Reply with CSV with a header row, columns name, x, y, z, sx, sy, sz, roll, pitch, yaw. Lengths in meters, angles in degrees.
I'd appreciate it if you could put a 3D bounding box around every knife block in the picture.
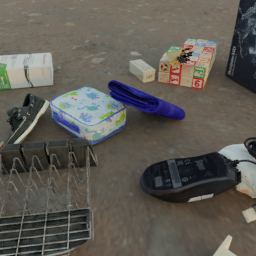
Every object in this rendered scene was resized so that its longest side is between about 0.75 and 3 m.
name,x,y,z,sx,sy,sz,roll,pitch,yaw
knife block,1.771,-2.469,9.443,0.853,0.311,0.971,-38,34,21

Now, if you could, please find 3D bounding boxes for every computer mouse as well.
name,x,y,z,sx,sy,sz,roll,pitch,yaw
computer mouse,1.741,1.222,5.500,2.869,0.660,2.014,-15,29,1

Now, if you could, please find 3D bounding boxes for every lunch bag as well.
name,x,y,z,sx,sy,sz,roll,pitch,yaw
lunch bag,-1.161,-0.400,7.975,1.975,0.814,1.588,27,43,33

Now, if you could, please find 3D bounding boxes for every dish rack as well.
name,x,y,z,sx,sy,sz,roll,pitch,yaw
dish rack,-1.728,1.328,5.648,2.269,0.807,2.958,-5,38,-5

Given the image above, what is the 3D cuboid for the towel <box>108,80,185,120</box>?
name,x,y,z,sx,sy,sz,roll,pitch,yaw
towel,0.568,-0.657,7.804,1.632,0.548,2.211,28,9,28

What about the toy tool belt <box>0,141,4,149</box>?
name,x,y,z,sx,sy,sz,roll,pitch,yaw
toy tool belt,-3.479,0.446,6.863,0.757,0.465,0.473,-26,29,24

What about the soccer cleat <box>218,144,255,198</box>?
name,x,y,z,sx,sy,sz,roll,pitch,yaw
soccer cleat,2.841,1.201,5.774,1.014,0.906,2.615,-21,33,-19

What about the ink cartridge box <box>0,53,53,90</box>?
name,x,y,z,sx,sy,sz,roll,pitch,yaw
ink cartridge box,-3.791,-2.144,10.420,1.934,0.803,1.418,-7,36,-9

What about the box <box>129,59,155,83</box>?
name,x,y,z,sx,sy,sz,roll,pitch,yaw
box,0.538,-2.231,10.854,0.545,0.446,1.148,-15,38,-20

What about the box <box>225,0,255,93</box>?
name,x,y,z,sx,sy,sz,roll,pitch,yaw
box,5.085,-2.641,9.279,1.758,2.944,2.994,-15,38,-18

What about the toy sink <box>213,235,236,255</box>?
name,x,y,z,sx,sy,sz,roll,pitch,yaw
toy sink,1.519,2.314,4.321,0.567,0.660,1.013,29,43,34

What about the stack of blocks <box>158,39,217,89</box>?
name,x,y,z,sx,sy,sz,roll,pitch,yaw
stack of blocks,2.444,-2.681,11.122,1.687,0.858,2.929,14,38,18

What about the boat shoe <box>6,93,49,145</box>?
name,x,y,z,sx,sy,sz,roll,pitch,yaw
boat shoe,-2.858,-0.293,7.564,0.762,0.859,2.299,40,32,-19
